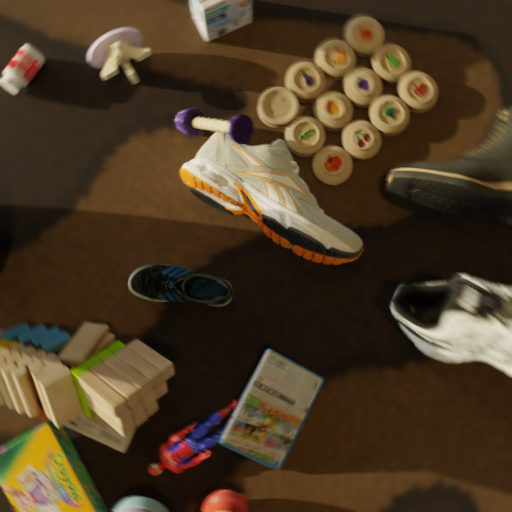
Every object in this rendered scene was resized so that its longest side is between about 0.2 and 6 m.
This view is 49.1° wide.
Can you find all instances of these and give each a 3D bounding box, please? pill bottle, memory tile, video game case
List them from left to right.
[{"bbox_3d":[-4.353,-3.445,10.396,0.455,0.455,0.811,31,81,6],"label":"pill bottle"},{"bbox_3d":[-2.568,2.449,9.452,1.360,0.150,1.240,23,81,5],"label":"video game case"},{"bbox_3d":[0.280,2.522,9.179,1.193,0.148,1.667,32,80,-22],"label":"video game case"},{"bbox_3d":[1.694,-2.890,10.316,2.925,0.246,2.242,-41,86,-7],"label":"memory tile"}]

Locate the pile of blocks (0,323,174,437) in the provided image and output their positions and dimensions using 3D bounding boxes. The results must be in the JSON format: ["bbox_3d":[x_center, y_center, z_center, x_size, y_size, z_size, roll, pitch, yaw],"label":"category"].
[{"bbox_3d":[-3.173,2.012,9.118,3.923,1.610,1.219,7,123,16],"label":"pile of blocks"}]

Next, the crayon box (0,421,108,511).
[{"bbox_3d":[-3.292,3.701,8.959,1.083,0.531,1.824,-30,85,-3],"label":"crayon box"}]

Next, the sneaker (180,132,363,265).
[{"bbox_3d":[0.467,-1.150,9.601,3.391,1.284,1.560,31,77,4],"label":"sneaker"}]

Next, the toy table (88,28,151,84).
[{"bbox_3d":[-2.486,-3.651,10.265,1.038,0.954,0.608,-36,64,6],"label":"toy table"}]

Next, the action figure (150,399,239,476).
[{"bbox_3d":[-0.971,3.054,9.216,1.793,0.463,0.587,-33,85,-4],"label":"action figure"}]

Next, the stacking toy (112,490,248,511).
[{"bbox_3d":[-1.178,4.748,8.887,2.376,1.004,2.151,-3,105,2],"label":"stacking toy"}]

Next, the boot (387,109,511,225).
[{"bbox_3d":[3.936,-1.773,9.897,3.136,1.215,2.169,10,68,-2],"label":"boot"}]

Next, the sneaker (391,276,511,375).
[{"bbox_3d":[3.460,0.969,8.136,1.456,3.322,1.256,40,60,-33],"label":"sneaker"}]

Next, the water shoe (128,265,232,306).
[{"bbox_3d":[-1.305,0.458,9.528,1.822,0.719,0.652,5,79,1],"label":"water shoe"}]

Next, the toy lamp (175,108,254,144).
[{"bbox_3d":[-0.802,-2.249,9.644,0.542,1.864,0.542,-13,113,-34],"label":"toy lamp"}]

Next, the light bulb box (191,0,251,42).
[{"bbox_3d":[-0.647,-4.664,10.341,0.997,1.006,0.628,-26,81,-4],"label":"light bulb box"}]
